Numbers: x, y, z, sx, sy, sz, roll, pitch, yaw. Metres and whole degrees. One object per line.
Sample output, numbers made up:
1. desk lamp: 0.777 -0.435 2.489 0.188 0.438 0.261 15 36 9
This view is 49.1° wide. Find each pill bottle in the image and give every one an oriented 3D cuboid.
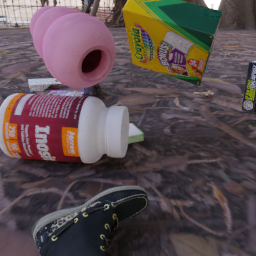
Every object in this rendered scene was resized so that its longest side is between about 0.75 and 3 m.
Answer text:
1. pill bottle: -1.522 0.011 7.038 2.960 1.672 1.672 3 24 8

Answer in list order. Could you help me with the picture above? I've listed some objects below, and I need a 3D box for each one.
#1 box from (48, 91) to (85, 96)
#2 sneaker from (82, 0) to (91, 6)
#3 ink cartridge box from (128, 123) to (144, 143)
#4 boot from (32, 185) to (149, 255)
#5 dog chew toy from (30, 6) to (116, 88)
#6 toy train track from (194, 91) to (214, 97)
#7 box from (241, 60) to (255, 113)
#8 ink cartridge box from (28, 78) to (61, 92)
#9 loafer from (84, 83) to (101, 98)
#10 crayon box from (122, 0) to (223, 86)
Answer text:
1. box: -2.578 -1.282 11.616 1.478 0.289 1.011 0 24 1
2. sneaker: -0.642 -2.731 5.208 0.395 1.026 0.388 11 -14 4
3. ink cartridge box: -0.233 0.184 8.363 1.182 0.283 0.860 -9 26 -20
4. boot: -0.349 1.768 4.335 2.039 0.736 1.540 -16 30 -19
5. dog chew toy: -1.537 -2.163 6.931 1.711 1.711 2.747 -19 47 -35
6. toy train track: 3.326 -1.486 12.296 0.886 0.144 0.508 7 32 29
7. box: 5.263 -1.758 10.786 2.308 1.849 0.511 -20 30 -39
8. ink cartridge box: -3.993 -2.088 13.438 1.437 0.340 1.151 -5 24 -22
9. loafer: -1.588 -1.899 12.507 0.782 0.685 2.176 -4 24 -8
10. crayon box: 1.217 -2.475 8.138 2.380 0.804 2.759 20 -14 12
